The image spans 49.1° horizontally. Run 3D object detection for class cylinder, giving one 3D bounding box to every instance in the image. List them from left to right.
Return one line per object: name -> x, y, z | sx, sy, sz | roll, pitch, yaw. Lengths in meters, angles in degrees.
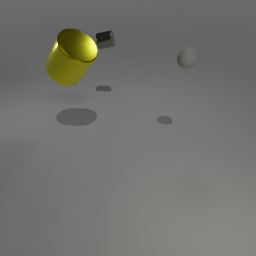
cylinder -> -1.932, -2.366, 9.506 | 1.400, 1.400, 1.400 | 16, 56, -26
cylinder -> -0.979, -3.862, 12.286 | 0.700, 0.700, 0.700 | -7, 30, 12

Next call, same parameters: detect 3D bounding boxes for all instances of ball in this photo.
ball -> 1.957, -2.266, 9.125 | 0.700, 0.700, 0.700 | 0, 32, 0
